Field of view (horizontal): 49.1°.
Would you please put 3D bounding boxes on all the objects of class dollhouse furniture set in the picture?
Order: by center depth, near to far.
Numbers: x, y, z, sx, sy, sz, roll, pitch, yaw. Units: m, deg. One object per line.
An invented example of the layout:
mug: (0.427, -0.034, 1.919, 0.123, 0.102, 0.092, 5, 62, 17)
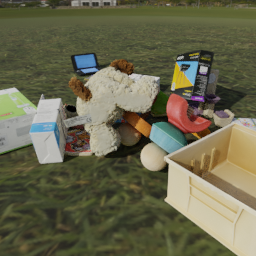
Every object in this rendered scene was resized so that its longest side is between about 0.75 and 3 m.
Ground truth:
dollhouse furniture set: (2.257, -1.310, 10.625, 2.889, 2.050, 2.289, -5, 28, -11)

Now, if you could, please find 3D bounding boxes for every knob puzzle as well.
knob puzzle: (-1.619, 0.407, 9.330, 1.920, 0.266, 1.920, 0, 27, 0)

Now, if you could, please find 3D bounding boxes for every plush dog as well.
plush dog: (-0.749, -0.959, 8.626, 2.319, 2.890, 2.482, 34, 16, -18)

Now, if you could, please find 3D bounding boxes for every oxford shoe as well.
oxford shoe: (-2.314, -0.568, 10.533, 2.184, 0.817, 0.769, 9, 28, 28)

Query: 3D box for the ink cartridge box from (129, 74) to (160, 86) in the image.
ink cartridge box: (0.645, -2.142, 13.796, 1.550, 0.651, 1.128, 12, 30, 22)

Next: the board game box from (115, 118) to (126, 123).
board game box: (-0.700, -0.701, 11.314, 1.358, 0.388, 1.387, 1, 28, 4)

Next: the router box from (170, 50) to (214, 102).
router box: (2.434, -2.034, 11.008, 0.614, 1.793, 2.404, 8, 8, -11)

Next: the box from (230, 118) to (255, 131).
box: (4.382, -0.090, 10.330, 1.118, 0.230, 0.872, 2, 27, 6)

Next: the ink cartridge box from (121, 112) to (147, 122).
ink cartridge box: (0.229, -0.378, 10.146, 0.653, 0.958, 0.366, -47, 42, 1)

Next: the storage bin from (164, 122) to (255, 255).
storage bin: (2.768, 1.301, 6.479, 2.790, 1.308, 2.770, -20, 34, -34)

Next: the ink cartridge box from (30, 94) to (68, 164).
ink cartridge box: (-2.384, -0.078, 8.796, 0.712, 1.236, 2.134, -5, 39, -1)

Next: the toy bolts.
toy bolts: (1.164, 0.285, 8.514, 2.815, 2.044, 2.947, 37, 3, -14)

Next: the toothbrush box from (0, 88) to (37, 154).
toothbrush box: (-4.403, -0.310, 9.674, 2.034, 1.202, 2.793, -19, 34, -31)

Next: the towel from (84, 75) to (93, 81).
towel: (-1.509, -2.827, 15.620, 1.216, 0.193, 1.693, 14, 31, 27)

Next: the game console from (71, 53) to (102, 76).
game console: (-2.399, -3.812, 16.685, 1.643, 0.956, 1.445, -14, 31, -25)
